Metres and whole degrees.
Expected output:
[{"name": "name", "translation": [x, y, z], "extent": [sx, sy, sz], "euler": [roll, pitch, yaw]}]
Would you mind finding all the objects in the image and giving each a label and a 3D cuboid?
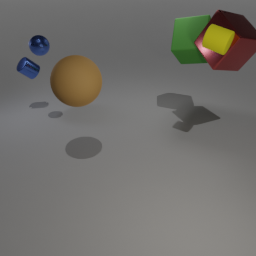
[{"name": "cube", "translation": [2.689, -3.526, 11.366], "extent": [1.400, 1.400, 1.400], "euler": [5, -9, 28]}, {"name": "ball", "translation": [-3.088, -2.874, 9.761], "extent": [0.700, 0.700, 0.700], "euler": [0, 29, 0]}, {"name": "cylinder", "translation": [2.671, -2.624, 8.305], "extent": [0.700, 0.700, 0.700], "euler": [29, 38, 20]}, {"name": "cylinder", "translation": [-4.252, -2.551, 11.957], "extent": [0.700, 0.700, 0.700], "euler": [31, 0, 44]}, {"name": "ball", "translation": [-1.409, -1.277, 7.673], "extent": [1.400, 1.400, 1.400], "euler": [0, 29, 0]}, {"name": "cube", "translation": [3.441, -2.948, 9.603], "extent": [1.400, 1.400, 1.400], "euler": [-6, 58, -33]}]
